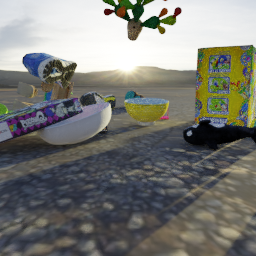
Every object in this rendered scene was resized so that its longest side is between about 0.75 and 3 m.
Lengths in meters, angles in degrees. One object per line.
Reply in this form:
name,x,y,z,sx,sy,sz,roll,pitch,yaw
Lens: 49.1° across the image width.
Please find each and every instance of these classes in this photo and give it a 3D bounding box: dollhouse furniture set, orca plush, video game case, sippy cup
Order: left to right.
video game case,-3.035,-0.248,8.115,2.562,0.506,2.827,-24,16,-30
dollhouse furniture set,-3.167,-1.037,11.388,2.243,2.134,1.828,10,6,-40
sippy cup,-4.333,-1.823,17.236,1.687,1.325,1.236,10,0,2
orca plush,2.430,0.363,7.480,1.994,0.709,1.049,7,-32,16

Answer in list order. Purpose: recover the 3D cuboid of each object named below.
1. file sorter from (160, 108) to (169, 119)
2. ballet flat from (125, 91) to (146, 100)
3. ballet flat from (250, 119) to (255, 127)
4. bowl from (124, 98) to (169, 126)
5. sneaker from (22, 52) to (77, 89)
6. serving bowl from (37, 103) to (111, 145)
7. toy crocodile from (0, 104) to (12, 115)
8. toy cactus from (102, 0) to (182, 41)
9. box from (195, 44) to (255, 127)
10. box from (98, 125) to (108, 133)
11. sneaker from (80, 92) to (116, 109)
file sorter,1.423,-0.710,12.806,0.865,0.543,0.601,1,10,4
ballet flat,0.675,-1.699,17.485,1.058,0.992,2.926,18,5,-20
ballet flat,4.681,-0.160,9.471,0.674,0.676,2.018,10,14,44
bowl,0.732,-0.622,11.126,1.750,0.942,1.750,0,13,0
sneaker,-2.342,-1.866,8.503,1.088,0.958,2.440,28,5,7
serving bowl,-1.467,-0.048,8.061,2.205,0.725,2.205,-15,15,4
toy crocodile,-4.780,-0.188,9.123,2.880,0.889,0.972,-3,-31,-37
toy cactus,0.291,-3.205,8.268,2.278,1.165,1.880,8,-21,-4
box,3.836,-1.503,10.631,1.819,2.872,2.982,5,11,28
box,-1.383,-0.050,9.913,1.213,0.304,1.222,-2,10,-11
sneaker,-1.857,-1.430,15.966,1.180,1.039,2.790,0,0,33
